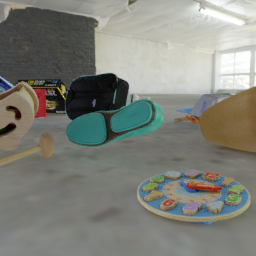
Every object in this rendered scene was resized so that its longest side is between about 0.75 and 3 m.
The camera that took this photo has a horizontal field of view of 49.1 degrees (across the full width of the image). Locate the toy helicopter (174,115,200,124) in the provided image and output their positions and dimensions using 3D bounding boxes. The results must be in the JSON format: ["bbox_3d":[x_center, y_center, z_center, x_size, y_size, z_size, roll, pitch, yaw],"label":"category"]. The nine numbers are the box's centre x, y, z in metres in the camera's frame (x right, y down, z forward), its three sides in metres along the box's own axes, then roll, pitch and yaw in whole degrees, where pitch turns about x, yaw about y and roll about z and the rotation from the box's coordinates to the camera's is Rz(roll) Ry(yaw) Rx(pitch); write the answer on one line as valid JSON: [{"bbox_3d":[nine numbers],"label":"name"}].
[{"bbox_3d":[1.939,-0.279,8.767,0.994,0.392,0.657,-9,15,17],"label":"toy helicopter"}]

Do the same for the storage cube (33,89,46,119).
[{"bbox_3d":[-3.658,-0.881,10.086,1.171,1.052,1.001,4,9,19],"label":"storage cube"}]

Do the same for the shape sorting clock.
[{"bbox_3d":[0.633,0.625,2.799,1.087,0.213,1.087,0,8,0],"label":"shape sorting clock"}]

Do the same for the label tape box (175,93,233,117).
[{"bbox_3d":[2.639,-0.545,7.620,2.151,0.681,1.551,23,21,38],"label":"label tape box"}]

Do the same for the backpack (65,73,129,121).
[{"bbox_3d":[-0.825,-0.689,7.601,1.663,1.462,1.275,4,-7,24],"label":"backpack"}]

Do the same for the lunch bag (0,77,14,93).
[{"bbox_3d":[-4.247,-0.847,7.823,2.873,1.831,2.443,7,3,-25],"label":"lunch bag"}]

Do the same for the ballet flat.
[{"bbox_3d":[-0.187,-0.008,4.400,1.711,0.576,0.602,-14,-18,32],"label":"ballet flat"}]

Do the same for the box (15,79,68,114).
[{"bbox_3d":[-3.260,-1.223,11.190,2.015,0.497,1.609,3,-36,18],"label":"box"}]

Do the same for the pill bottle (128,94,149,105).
[{"bbox_3d":[-0.119,-0.637,8.960,1.585,0.922,0.922,2,9,6],"label":"pill bottle"}]

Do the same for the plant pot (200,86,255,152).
[{"bbox_3d":[2.040,-0.118,5.017,1.336,1.245,1.245,-8,1,45],"label":"plant pot"}]

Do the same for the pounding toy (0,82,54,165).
[{"bbox_3d":[-1.906,-0.109,4.094,1.737,0.993,0.996,12,26,-14],"label":"pounding toy"}]
